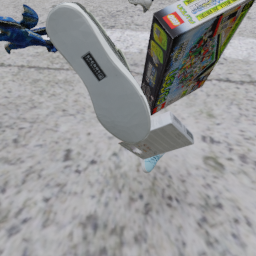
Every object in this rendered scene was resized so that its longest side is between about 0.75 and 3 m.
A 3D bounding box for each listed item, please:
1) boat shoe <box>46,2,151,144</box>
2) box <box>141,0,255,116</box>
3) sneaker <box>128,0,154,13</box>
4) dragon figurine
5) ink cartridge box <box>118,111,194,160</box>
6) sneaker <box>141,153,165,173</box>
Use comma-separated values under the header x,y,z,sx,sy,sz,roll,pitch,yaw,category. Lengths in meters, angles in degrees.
x,y,z,sx,sy,sz,roll,pitch,yaw,category
-0.171,-0.483,2.504,0.479,1.356,0.432,-22,23,21,boat shoe
0.884,-1.068,4.372,1.316,2.392,0.415,-30,75,-11,box
0.123,-4.808,9.912,1.699,0.684,0.649,31,24,-12,sneaker
-1.834,-1.713,4.862,1.018,0.603,2.048,-13,0,3,dragon figurine
0.414,0.143,4.127,0.896,0.728,0.256,-18,54,31,ink cartridge box
0.529,0.482,5.303,0.304,0.336,0.821,38,59,-19,sneaker
